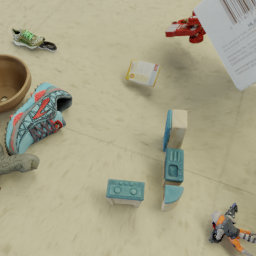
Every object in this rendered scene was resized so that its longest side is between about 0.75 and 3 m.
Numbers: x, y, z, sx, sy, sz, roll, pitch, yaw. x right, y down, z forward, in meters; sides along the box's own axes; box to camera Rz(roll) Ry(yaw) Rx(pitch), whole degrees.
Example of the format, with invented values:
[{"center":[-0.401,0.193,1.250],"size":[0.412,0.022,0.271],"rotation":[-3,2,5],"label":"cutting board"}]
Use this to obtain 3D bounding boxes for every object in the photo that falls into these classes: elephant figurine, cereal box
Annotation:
[{"center":[-3.840,0.600,6.431],"size":[2.649,2.055,1.874],"rotation":[-32,18,-31],"label":"elephant figurine"},{"center":[0.441,-1.623,8.260],"size":[0.914,0.181,0.657],"rotation":[19,87,20],"label":"cereal box"}]

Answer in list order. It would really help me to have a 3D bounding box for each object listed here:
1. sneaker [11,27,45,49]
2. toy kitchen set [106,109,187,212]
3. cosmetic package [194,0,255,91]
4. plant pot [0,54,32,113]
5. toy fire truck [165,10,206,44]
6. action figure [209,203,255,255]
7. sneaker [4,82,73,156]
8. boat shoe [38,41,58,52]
[{"center":[-3.328,-2.996,9.173],"size":[1.311,0.581,0.504],"rotation":[11,60,19],"label":"sneaker"},{"center":[0.454,0.684,6.441],"size":[1.654,1.216,2.065],"rotation":[5,56,3],"label":"toy kitchen set"},{"center":[3.482,-2.536,6.521],"size":[2.682,2.245,2.231],"rotation":[-22,82,-45],"label":"cosmetic package"},{"center":[-3.601,-1.056,7.782],"size":[1.962,0.906,1.962],"rotation":[0,56,0],"label":"plant pot"},{"center":[1.792,-3.101,8.517],"size":[1.093,0.730,1.302],"rotation":[7,41,23],"label":"toy fire truck"},{"center":[2.276,2.068,5.936],"size":[1.071,0.579,1.107],"rotation":[33,62,10],"label":"action figure"},{"center":[-2.210,-0.212,7.216],"size":[1.130,0.938,2.365],"rotation":[18,59,9],"label":"sneaker"},{"center":[-2.713,-2.765,9.308],"size":[0.796,0.240,0.294],"rotation":[24,65,16],"label":"boat shoe"}]
